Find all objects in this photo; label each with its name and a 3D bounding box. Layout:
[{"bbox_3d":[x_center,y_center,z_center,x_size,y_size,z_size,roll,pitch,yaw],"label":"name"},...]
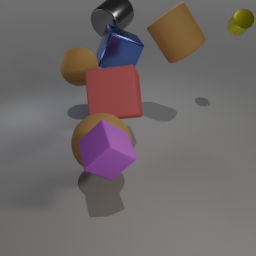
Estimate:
[{"bbox_3d":[-1.790,-2.244,10.284,1.400,1.400,1.400,0,29,0],"label":"ball"},{"bbox_3d":[-0.617,0.348,6.556,1.400,1.400,1.400,0,29,0],"label":"ball"},{"bbox_3d":[-0.372,-3.127,11.309,1.400,1.400,1.400,15,29,-20],"label":"cube"},{"bbox_3d":[-0.368,-0.976,8.355,1.400,1.400,1.400,-6,0,8],"label":"cube"},{"bbox_3d":[-0.659,-4.793,12.112,1.400,1.400,1.400,16,52,26],"label":"cylinder"},{"bbox_3d":[1.567,-3.074,9.108,1.400,1.400,1.400,-34,17,12],"label":"cylinder"},{"bbox_3d":[3.930,-3.682,9.818,0.700,0.700,0.700,0,-2,-1],"label":"cylinder"},{"bbox_3d":[-0.394,0.417,5.169,0.700,0.700,0.700,30,27,-41],"label":"cube"}]
